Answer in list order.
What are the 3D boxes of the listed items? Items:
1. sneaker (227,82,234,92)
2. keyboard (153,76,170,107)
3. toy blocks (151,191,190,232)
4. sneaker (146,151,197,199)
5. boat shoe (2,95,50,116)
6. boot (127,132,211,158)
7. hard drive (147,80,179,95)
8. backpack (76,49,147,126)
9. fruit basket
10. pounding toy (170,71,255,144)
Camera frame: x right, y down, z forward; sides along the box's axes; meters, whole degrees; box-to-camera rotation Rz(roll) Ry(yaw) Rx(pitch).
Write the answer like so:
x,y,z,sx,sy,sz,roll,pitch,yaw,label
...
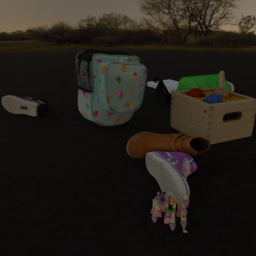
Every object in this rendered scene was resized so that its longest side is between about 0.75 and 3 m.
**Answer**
x,y,z,sx,sy,sz,roll,pitch,yaw,label
4.647,-2.530,16.650,1.688,1.169,2.796,-2,19,-35,sneaker
1.772,-2.088,15.100,0.334,1.564,2.604,-27,13,18,keyboard
0.863,1.728,5.660,0.733,0.784,0.660,7,62,-3,toy blocks
1.352,1.100,7.172,1.252,0.796,2.196,-1,20,-13,sneaker
-4.770,-1.091,13.234,2.232,0.833,1.035,17,21,18,boat shoe
1.199,0.549,8.289,2.137,0.819,1.659,3,0,-33,boot
2.817,-2.611,17.854,1.934,0.372,2.931,-10,23,-26,hard drive
-0.678,-1.506,11.277,2.575,2.929,2.245,-9,28,-41,backpack
3.286,-1.733,13.619,2.745,1.980,2.745,6,36,-4,fruit basket
3.357,-0.933,10.862,2.854,2.029,2.627,-9,22,-23,pounding toy
